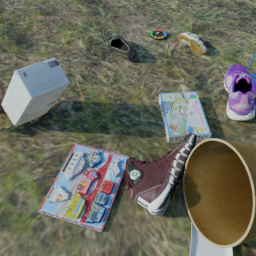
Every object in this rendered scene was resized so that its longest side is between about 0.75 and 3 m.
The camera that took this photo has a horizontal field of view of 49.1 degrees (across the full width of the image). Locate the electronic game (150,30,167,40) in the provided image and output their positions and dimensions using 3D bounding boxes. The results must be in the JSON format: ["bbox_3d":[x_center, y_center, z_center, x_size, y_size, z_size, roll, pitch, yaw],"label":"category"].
[{"bbox_3d":[1.535,-4.752,14.219,0.871,0.181,0.871,0,49,0],"label":"electronic game"}]

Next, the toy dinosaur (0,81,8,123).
[{"bbox_3d":[-4.834,-0.852,10.211,2.760,1.185,1.871,-24,57,-30],"label":"toy dinosaur"}]

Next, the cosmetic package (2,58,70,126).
[{"bbox_3d":[-3.102,-1.084,9.183,1.392,2.738,1.014,-31,92,-35],"label":"cosmetic package"}]

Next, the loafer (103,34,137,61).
[{"bbox_3d":[-0.456,-3.902,12.950,2.242,0.705,0.806,41,94,30],"label":"loafer"}]

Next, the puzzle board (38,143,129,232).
[{"bbox_3d":[-1.257,1.653,8.565,1.961,0.226,2.602,13,50,11],"label":"puzzle board"}]

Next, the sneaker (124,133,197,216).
[{"bbox_3d":[0.879,1.034,8.542,1.718,1.126,2.975,22,53,22],"label":"sneaker"}]

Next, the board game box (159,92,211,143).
[{"bbox_3d":[2.023,-0.444,10.299,1.483,0.377,2.205,-3,49,-2],"label":"board game box"}]

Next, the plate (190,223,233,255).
[{"bbox_3d":[2.180,3.043,7.369,1.082,0.175,1.085,8,49,8],"label":"plate"}]

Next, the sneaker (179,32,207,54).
[{"bbox_3d":[3.235,-4.157,13.391,0.751,0.648,1.713,-28,55,-23],"label":"sneaker"}]

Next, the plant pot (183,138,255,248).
[{"bbox_3d":[3.324,1.562,7.356,2.775,2.586,2.586,1,46,-22],"label":"plant pot"}]

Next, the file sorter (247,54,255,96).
[{"bbox_3d":[6.098,-2.190,11.205,2.179,1.337,1.512,-8,48,-6],"label":"file sorter"}]

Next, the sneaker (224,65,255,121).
[{"bbox_3d":[4.327,-1.663,10.707,1.165,1.280,2.896,-1,46,16],"label":"sneaker"}]
